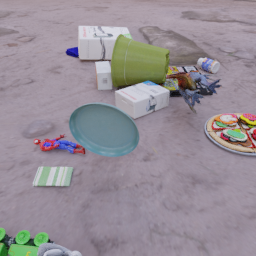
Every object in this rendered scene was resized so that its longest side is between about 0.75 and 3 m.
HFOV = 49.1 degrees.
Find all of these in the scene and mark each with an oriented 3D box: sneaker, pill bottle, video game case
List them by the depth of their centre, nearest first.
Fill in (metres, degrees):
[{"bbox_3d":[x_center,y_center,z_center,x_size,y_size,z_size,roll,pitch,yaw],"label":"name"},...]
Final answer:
[{"bbox_3d":[-1.706,2.668,4.954,2.026,1.164,0.761,-6,33,-9],"label":"sneaker"},{"bbox_3d":[2.352,-2.262,13.313,2.527,0.357,2.797,-3,34,-5],"label":"video game case"},{"bbox_3d":[4.195,-3.315,14.695,0.615,0.615,1.097,-22,39,-30],"label":"pill bottle"}]

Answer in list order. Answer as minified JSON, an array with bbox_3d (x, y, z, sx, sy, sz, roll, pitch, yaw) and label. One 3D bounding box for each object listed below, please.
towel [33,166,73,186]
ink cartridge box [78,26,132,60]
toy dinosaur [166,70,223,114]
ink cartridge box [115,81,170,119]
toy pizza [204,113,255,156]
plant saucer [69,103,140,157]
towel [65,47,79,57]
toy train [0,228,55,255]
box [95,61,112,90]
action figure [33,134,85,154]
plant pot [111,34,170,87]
[{"bbox_3d":[-2.108,1.372,7.934,1.015,0.119,0.774,1,33,-1],"label":"towel"},{"bbox_3d":[-1.382,-4.975,16.356,2.982,1.253,2.169,-2,38,-11],"label":"ink cartridge box"},{"bbox_3d":[2.251,-1.793,10.046,1.525,2.904,2.635,-45,32,9],"label":"toy dinosaur"},{"bbox_3d":[0.562,-1.183,11.253,1.789,0.768,1.310,-23,39,-29],"label":"ink cartridge box"},{"bbox_3d":[3.991,0.051,9.679,2.597,0.412,2.597,0,33,0],"label":"toy pizza"},{"bbox_3d":[-0.610,0.038,7.323,1.892,1.892,0.259,6,44,10],"label":"plant saucer"},{"bbox_3d":[-2.929,-4.742,17.109,1.116,0.374,1.511,23,39,32],"label":"towel"},{"bbox_3d":[-2.864,2.505,5.832,2.673,0.558,0.754,3,43,5],"label":"toy train"},{"bbox_3d":[-1.150,-2.474,13.154,0.680,0.868,1.396,-5,33,-7],"label":"box"},{"bbox_3d":[-2.199,0.515,8.999,1.760,0.455,0.576,2,35,9],"label":"action figure"},{"bbox_3d":[0.645,-2.817,12.381,2.233,2.352,2.352,10,34,11],"label":"plant pot"}]
